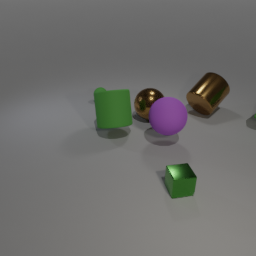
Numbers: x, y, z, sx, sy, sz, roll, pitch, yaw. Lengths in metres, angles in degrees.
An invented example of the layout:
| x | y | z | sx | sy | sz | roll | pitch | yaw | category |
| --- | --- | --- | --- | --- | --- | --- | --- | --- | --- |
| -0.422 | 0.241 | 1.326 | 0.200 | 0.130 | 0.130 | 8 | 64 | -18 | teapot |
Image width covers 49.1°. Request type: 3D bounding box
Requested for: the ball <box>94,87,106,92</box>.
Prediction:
| x | y | z | sx | sy | sz | roll | pitch | yaw | category |
| --- | --- | --- | --- | --- | --- | --- | --- | --- | --- |
| -1.366 | -1.676 | 13.964 | 0.700 | 0.700 | 0.700 | 0 | 29 | 0 | ball |

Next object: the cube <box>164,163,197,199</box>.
| x | y | z | sx | sy | sz | roll | pitch | yaw | category |
| --- | --- | --- | --- | --- | --- | --- | --- | --- | --- |
| 1.526 | 1.538 | 8.216 | 0.700 | 0.700 | 0.700 | -5 | 29 | -10 | cube |

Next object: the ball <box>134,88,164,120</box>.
| x | y | z | sx | sy | sz | roll | pitch | yaw | category |
| --- | --- | --- | --- | --- | --- | --- | --- | --- | --- |
| 0.958 | -1.043 | 12.205 | 1.400 | 1.400 | 1.400 | 0 | 29 | 0 | ball |

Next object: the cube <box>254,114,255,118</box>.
| x | y | z | sx | sy | sz | roll | pitch | yaw | category |
| --- | --- | --- | --- | --- | --- | --- | --- | --- | --- |
| 6.178 | -0.821 | 11.114 | 1.400 | 1.400 | 1.400 | 35 | 36 | 28 | cube |

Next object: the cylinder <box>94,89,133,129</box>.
| x | y | z | sx | sy | sz | roll | pitch | yaw | category |
| --- | --- | --- | --- | --- | --- | --- | --- | --- | --- |
| -0.575 | -0.760 | 10.961 | 1.400 | 1.400 | 1.400 | -5 | 6 | 1 | cylinder |

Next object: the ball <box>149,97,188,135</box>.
| x | y | z | sx | sy | sz | roll | pitch | yaw | category |
| --- | --- | --- | --- | --- | --- | --- | --- | --- | --- |
| 1.450 | -0.427 | 10.174 | 1.400 | 1.400 | 1.400 | 0 | 29 | 0 | ball |

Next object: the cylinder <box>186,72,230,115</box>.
| x | y | z | sx | sy | sz | roll | pitch | yaw | category |
| --- | --- | --- | --- | --- | --- | --- | --- | --- | --- |
| 3.591 | -1.537 | 12.614 | 1.400 | 1.400 | 1.400 | -46 | 46 | -15 | cylinder |
